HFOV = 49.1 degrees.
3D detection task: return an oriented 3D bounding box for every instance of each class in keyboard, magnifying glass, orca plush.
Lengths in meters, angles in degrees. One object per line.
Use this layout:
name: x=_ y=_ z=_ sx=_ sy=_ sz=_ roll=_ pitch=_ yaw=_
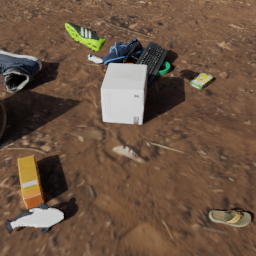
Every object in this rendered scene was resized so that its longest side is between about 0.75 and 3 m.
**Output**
keyboard: x=0.672 y=-3.196 z=13.150 sx=1.776 sy=0.288 sz=2.796 roll=24 pitch=56 yaw=5
magnifying glass: x=0.712 y=-2.952 z=13.544 sx=2.630 sy=0.295 sz=1.047 roll=4 pitch=46 yaw=2
orca plush: x=-2.455 y=2.448 z=7.494 sx=1.444 sy=0.513 sz=0.760 roll=-22 pitch=91 yaw=-17

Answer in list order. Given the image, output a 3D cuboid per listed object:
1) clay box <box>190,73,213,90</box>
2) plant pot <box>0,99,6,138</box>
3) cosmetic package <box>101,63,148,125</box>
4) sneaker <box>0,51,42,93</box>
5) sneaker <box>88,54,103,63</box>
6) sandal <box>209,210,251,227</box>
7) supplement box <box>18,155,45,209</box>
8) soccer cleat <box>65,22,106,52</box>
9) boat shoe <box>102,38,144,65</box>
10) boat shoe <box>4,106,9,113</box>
clay box: x=3.340 y=-2.129 z=12.628 sx=0.579 sy=0.240 sz=1.009 roll=33 pitch=51 yaw=31
plant pot: x=-5.890 y=-0.510 z=9.369 sx=2.503 sy=2.528 sz=2.528 roll=23 pitch=46 yaw=35
cosmetic package: x=-0.092 y=-1.340 z=10.758 sx=1.549 sy=1.548 sz=1.877 roll=5 pitch=41 yaw=5
sneaker: x=-5.534 y=-2.508 z=12.407 sx=2.873 sy=1.092 sz=2.076 roll=2 pitch=39 yaw=1
sneaker: x=-1.624 y=-3.484 z=14.092 sx=0.894 sy=0.324 sz=0.321 roll=22 pitch=45 yaw=21
sandal: x=2.766 y=2.382 z=7.542 sx=1.109 sy=0.300 sz=0.446 roll=6 pitch=42 yaw=6
supplement box: x=-2.885 y=1.551 z=8.304 sx=0.547 sy=0.529 sz=1.589 roll=-16 pitch=45 yaw=-17
soccer cleat: x=-1.262 y=-2.749 z=8.289 sx=1.311 sy=0.443 sz=0.531 roll=36 pitch=63 yaw=8
boat shoe: x=-0.371 y=-3.801 z=13.862 sx=1.096 sy=0.894 sz=2.605 roll=-17 pitch=12 yaw=46
boat shoe: x=-5.171 y=-0.861 z=11.132 sx=0.940 sy=0.347 sz=0.355 roll=20 pitch=45 yaw=21
